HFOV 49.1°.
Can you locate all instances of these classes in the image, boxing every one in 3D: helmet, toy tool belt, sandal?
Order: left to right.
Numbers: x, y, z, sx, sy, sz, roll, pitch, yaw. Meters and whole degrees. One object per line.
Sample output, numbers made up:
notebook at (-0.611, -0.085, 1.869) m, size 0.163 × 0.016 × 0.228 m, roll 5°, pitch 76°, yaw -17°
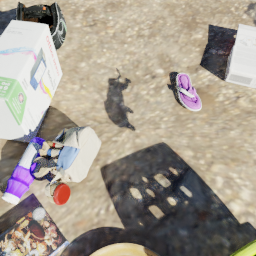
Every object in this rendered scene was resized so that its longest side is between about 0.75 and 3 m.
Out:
helmet at (-3.050, -3.568, 9.914) m, size 1.895 × 1.806 × 1.895 m, roll 0°, pitch 92°, yaw -9°
toy tool belt at (-1.739, 0.895, 7.328) m, size 1.358 × 1.379 × 2.209 m, roll 4°, pitch 51°, yaw 30°
sandal at (1.939, -1.249, 9.193) m, size 0.664 × 0.401 × 1.631 m, roll -12°, pitch 57°, yaw -8°

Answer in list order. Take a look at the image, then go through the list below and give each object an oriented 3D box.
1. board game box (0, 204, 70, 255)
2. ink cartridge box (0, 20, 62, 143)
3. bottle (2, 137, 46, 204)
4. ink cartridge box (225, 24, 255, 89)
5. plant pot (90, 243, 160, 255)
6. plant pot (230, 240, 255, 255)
board game box at (-2.425, 2.798, 6.523) m, size 1.737 × 0.301 × 1.177 m, roll -36°, pitch 64°, yaw -22°
ink cartridge box at (-3.129, -1.365, 8.226) m, size 1.276 × 2.119 × 2.916 m, roll 8°, pitch 56°, yaw 5°
bottle at (-2.681, 1.112, 7.411) m, size 0.574 × 0.735 × 1.759 m, roll 26°, pitch 59°, yaw -8°
ink cartridge box at (5.026, -2.363, 9.798) m, size 2.830 × 0.633 × 2.493 m, roll 16°, pitch 58°, yaw 10°
plant pot at (-0.068, 3.796, 5.831) m, size 2.584 × 0.355 × 2.584 m, roll 0°, pitch 56°, yaw 1°
plant pot at (2.995, 3.204, 5.231) m, size 2.192 × 1.999 × 2.203 m, roll -21°, pitch 59°, yaw -13°
